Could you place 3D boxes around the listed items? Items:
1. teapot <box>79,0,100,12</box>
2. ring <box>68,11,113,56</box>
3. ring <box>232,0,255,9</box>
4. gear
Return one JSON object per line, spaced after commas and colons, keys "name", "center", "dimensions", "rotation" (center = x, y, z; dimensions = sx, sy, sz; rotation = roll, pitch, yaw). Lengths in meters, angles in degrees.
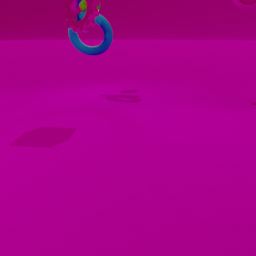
{"name": "teapot", "center": [-1.480, -4.656, 10.687], "dimensions": [0.806, 1.296, 0.634], "rotation": [3, 6, -18]}
{"name": "ring", "center": [-1.383, -3.467, 10.377], "dimensions": [1.666, 1.666, 0.333], "rotation": [2, 41, 5]}
{"name": "ring", "center": [3.583, -4.173, 8.351], "dimensions": [1.149, 1.149, 0.230], "rotation": [-1, 16, -3]}
{"name": "gear", "center": [-1.558, -3.954, 9.400], "dimensions": [1.463, 1.463, 0.271], "rotation": [15, 13, 36]}
